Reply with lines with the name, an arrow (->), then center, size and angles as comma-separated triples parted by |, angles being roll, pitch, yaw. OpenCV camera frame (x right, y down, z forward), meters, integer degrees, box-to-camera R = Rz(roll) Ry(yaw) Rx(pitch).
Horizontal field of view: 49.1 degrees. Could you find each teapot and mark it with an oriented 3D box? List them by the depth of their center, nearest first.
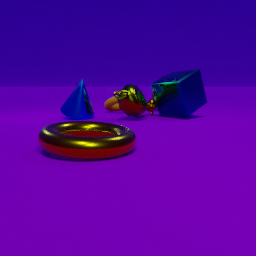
teapot -> 0.100, -0.812, 8.884 | 0.818, 1.038, 1.670 | -27, -30, 22

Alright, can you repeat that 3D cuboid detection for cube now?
cube -> 1.730, -1.171, 9.459 | 1.219, 1.219, 1.219 | -33, 24, -34

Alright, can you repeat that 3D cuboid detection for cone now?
cone -> -1.544, -1.028, 9.015 | 1.134, 1.138, 1.134 | 11, 28, -6

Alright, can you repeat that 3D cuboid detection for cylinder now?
cylinder -> 1.626, -1.468, 11.744 | 1.099, 1.099, 1.099 | 3, 42, 18

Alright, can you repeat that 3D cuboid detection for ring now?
ring -> -0.686, 0.165, 4.860 | 1.685, 0.337, 1.685 | 4, 11, -1
ring -> -0.222, -1.017, 11.166 | 1.469, 0.294, 1.469 | -13, -11, -2

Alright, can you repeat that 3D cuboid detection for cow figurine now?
cow figurine -> 0.487, -0.728, 9.913 | 1.046, 0.574, 1.029 | -23, -22, 6
